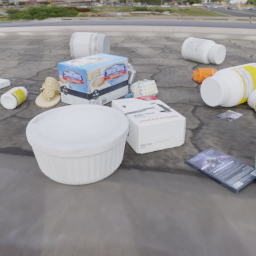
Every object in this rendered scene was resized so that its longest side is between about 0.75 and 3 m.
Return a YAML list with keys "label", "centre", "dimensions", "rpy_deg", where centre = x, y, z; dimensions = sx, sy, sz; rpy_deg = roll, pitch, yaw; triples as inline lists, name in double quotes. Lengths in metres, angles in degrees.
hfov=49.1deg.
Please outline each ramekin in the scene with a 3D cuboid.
- label: "ramekin"
  centre: [-1.356, 0.419, 7.985]
  dimensions: [2.826, 1.316, 2.826]
  rpy_deg: [0, 27, 0]

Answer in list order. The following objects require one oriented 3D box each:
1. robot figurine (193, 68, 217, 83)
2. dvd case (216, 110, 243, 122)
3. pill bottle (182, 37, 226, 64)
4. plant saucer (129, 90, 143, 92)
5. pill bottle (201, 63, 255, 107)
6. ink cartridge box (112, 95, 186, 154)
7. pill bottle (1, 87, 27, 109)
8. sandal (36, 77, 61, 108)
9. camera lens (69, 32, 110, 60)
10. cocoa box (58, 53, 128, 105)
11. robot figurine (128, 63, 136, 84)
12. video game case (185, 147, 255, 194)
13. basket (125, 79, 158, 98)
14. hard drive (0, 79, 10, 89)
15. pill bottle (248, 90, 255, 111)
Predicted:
- label: "robot figurine"
  centre: [4.236, -2.813, 15.108]
  dimensions: [1.383, 0.806, 0.994]
  rpy_deg: [-1, -10, 0]
- label: "dvd case"
  centre: [4.085, -0.493, 11.235]
  dimensions: [0.897, 0.072, 0.667]
  rpy_deg: [-20, 33, -35]
- label: "pill bottle"
  centre: [5.152, -5.221, 19.097]
  dimensions: [1.555, 1.555, 2.719]
  rpy_deg: [-20, 33, -35]
- label: "plant saucer"
  centre: [0.468, -1.804, 13.653]
  dimensions: [0.805, 0.142, 0.805]
  rpy_deg: [-6, 14, 2]
- label: "pill bottle"
  centre: [4.636, -1.828, 12.155]
  dimensions: [2.953, 1.643, 1.643]
  rpy_deg: [-15, 30, -28]
- label: "ink cartridge box"
  centre: [0.628, -0.236, 9.653]
  dimensions: [1.750, 0.988, 2.385]
  rpy_deg: [-10, 27, -20]
- label: "pill bottle"
  centre: [-4.929, -1.363, 12.260]
  dimensions: [0.719, 0.719, 1.284]
  rpy_deg: [3, 26, 7]
- label: "sandal"
  centre: [-3.620, -1.948, 13.116]
  dimensions: [1.108, 0.994, 3.022]
  rpy_deg: [1, 26, 2]
- label: "camera lens"
  centre: [-2.652, -5.502, 19.180]
  dimensions: [2.454, 1.963, 1.963]
  rpy_deg: [5, 27, 10]
- label: "cocoa box"
  centre: [-1.490, -2.214, 12.726]
  dimensions: [1.835, 1.805, 2.751]
  rpy_deg: [19, 32, 34]
- label: "robot figurine"
  centre: [-0.593, -2.937, 14.804]
  dimensions: [1.874, 1.248, 2.210]
  rpy_deg: [14, 10, -46]
- label: "video game case"
  centre: [2.657, 1.126, 7.874]
  dimensions: [1.238, 0.164, 1.733]
  rpy_deg: [-19, 31, -33]
- label: "basket"
  centre: [0.642, -1.660, 12.747]
  dimensions: [1.214, 0.958, 1.377]
  rpy_deg: [-18, -4, -30]
- label: "hard drive"
  centre: [-7.471, -2.014, 14.011]
  dimensions: [1.670, 0.333, 2.533]
  rpy_deg: [11, 28, 21]
- label: "pill bottle"
  centre: [5.641, -0.897, 11.013]
  dimensions: [0.999, 0.999, 1.747]
  rpy_deg: [-8, 28, -16]
